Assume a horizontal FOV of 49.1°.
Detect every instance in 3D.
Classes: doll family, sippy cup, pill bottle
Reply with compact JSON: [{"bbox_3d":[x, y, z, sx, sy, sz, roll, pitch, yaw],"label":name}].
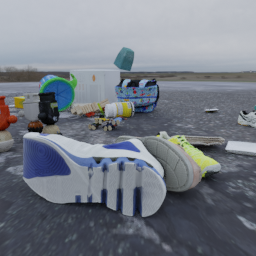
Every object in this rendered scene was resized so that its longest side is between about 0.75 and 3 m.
[{"bbox_3d":[-0.806,-0.233,11.048,1.534,0.602,0.887,8,10,11],"label":"doll family"},{"bbox_3d":[-4.039,-2.057,15.322,2.420,1.900,1.774,-4,27,-28],"label":"sippy cup"},{"bbox_3d":[-0.415,-0.871,13.473,1.286,0.735,0.735,-5,13,-19],"label":"pill bottle"}]

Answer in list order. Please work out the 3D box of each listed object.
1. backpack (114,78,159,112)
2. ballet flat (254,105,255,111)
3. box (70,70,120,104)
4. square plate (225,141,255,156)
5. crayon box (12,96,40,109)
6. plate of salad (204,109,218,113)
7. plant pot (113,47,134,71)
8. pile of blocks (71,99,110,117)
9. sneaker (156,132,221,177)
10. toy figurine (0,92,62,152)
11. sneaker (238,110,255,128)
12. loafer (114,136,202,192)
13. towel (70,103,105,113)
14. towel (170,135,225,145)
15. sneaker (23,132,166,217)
[{"bbox_3d":[0.460,-1.734,14.952,2.392,1.763,2.621,2,12,8],"label":"backpack"},{"bbox_3d":[7.455,-1.045,14.922,0.452,0.489,1.449,5,9,-31],"label":"ballet flat"},{"bbox_3d":[-2.067,-2.540,17.595,2.900,2.208,1.542,8,15,34],"label":"box"},{"bbox_3d":[3.399,0.596,8.116,1.018,0.146,1.028,6,14,24],"label":"square plate"},{"bbox_3d":[-5.603,-1.550,16.765,2.505,0.636,1.590,8,15,30],"label":"crayon box"},{"bbox_3d":[4.476,-0.919,14.984,0.761,0.183,0.761,-3,2,0],"label":"plate of salad"},{"bbox_3d":[-0.122,-3.179,12.788,0.637,0.902,0.638,3,31,-38],"label":"plant pot"},{"bbox_3d":[-1.704,-0.788,13.747,2.094,0.860,0.651,-15,60,-22],"label":"pile of blocks"},{"bbox_3d":[1.253,0.605,6.611,0.760,0.770,2.015,-8,15,-37],"label":"sneaker"},{"bbox_3d":[-3.458,-0.243,8.897,2.362,1.643,2.325,-11,11,-36],"label":"toy figurine"},{"bbox_3d":[5.177,-0.367,11.350,0.566,0.656,1.497,-9,17,-42],"label":"sneaker"},{"bbox_3d":[0.674,0.635,6.221,0.865,0.989,2.751,1,7,-32],"label":"loafer"},{"bbox_3d":[-1.915,-1.088,15.306,2.317,0.399,1.535,-4,14,-19],"label":"towel"},{"bbox_3d":[2.026,0.377,8.335,1.473,0.254,0.976,3,-3,1],"label":"towel"},{"bbox_3d":[-0.511,0.771,5.467,2.807,1.134,1.621,11,12,17],"label":"sneaker"}]
